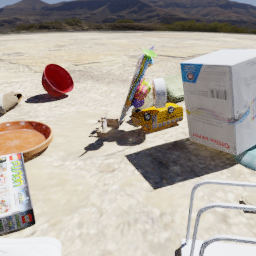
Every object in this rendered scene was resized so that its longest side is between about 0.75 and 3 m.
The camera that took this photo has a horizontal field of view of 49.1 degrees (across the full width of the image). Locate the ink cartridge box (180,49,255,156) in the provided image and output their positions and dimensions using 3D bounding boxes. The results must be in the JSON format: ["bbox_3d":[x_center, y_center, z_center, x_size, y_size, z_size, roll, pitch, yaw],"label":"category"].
[{"bbox_3d":[3.363,-0.975,9.426,2.102,2.906,2.139,-22,24,-26],"label":"ink cartridge box"}]

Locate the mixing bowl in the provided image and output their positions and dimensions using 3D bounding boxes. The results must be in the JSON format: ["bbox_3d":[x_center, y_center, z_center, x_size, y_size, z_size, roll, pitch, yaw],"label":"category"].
[{"bbox_3d":[-3.940,-2.439,15.056,0.996,1.839,1.839,-31,6,34],"label":"mixing bowl"}]

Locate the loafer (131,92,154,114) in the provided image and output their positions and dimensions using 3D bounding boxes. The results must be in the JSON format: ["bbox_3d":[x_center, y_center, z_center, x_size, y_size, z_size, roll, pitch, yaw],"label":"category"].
[{"bbox_3d":[0.988,-1.125,12.624,0.899,1.014,2.667,16,29,21],"label":"loafer"}]

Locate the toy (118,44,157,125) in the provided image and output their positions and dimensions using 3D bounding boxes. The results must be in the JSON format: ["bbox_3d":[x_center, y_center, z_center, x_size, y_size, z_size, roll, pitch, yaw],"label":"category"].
[{"bbox_3d":[0.513,-1.529,10.648,0.692,2.930,1.687,24,39,12],"label":"toy"}]

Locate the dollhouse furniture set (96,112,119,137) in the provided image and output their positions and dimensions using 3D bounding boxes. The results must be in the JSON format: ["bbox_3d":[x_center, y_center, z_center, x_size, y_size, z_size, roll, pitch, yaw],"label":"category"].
[{"bbox_3d":[-0.792,-0.177,11.012,0.534,0.625,1.205,5,25,15],"label":"dollhouse furniture set"}]

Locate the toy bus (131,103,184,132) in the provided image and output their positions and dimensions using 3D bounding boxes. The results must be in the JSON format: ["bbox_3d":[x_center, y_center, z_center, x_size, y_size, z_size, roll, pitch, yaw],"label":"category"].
[{"bbox_3d":[1.200,-0.463,11.251,2.148,0.841,0.699,-18,26,-27],"label":"toy bus"}]

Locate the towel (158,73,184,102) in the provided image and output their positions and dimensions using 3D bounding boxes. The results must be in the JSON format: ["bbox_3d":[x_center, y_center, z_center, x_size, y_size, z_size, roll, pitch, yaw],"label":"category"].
[{"bbox_3d":[2.729,-2.213,14.863,2.338,0.427,1.735,-16,58,-34],"label":"towel"}]

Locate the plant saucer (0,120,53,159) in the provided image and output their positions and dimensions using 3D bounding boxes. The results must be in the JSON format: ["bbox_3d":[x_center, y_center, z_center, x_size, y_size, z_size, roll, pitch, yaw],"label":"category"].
[{"bbox_3d":[-4.057,0.453,9.837,2.809,0.453,2.809,0,25,0],"label":"plant saucer"}]

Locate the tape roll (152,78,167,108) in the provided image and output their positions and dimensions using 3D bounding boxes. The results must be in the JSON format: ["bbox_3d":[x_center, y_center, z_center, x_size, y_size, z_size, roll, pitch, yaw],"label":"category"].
[{"bbox_3d":[1.154,-1.296,10.466,0.383,1.096,1.096,-6,25,-2],"label":"tape roll"}]

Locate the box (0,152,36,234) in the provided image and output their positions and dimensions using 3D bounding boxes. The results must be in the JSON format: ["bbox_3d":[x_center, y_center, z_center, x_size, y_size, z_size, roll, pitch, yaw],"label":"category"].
[{"bbox_3d":[-3.371,1.602,7.237,1.546,0.488,2.809,-10,26,-21],"label":"box"}]

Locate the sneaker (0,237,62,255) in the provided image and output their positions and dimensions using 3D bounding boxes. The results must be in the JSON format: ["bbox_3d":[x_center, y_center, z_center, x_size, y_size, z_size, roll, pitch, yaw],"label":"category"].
[{"bbox_3d":[-2.245,2.565,4.774,2.153,0.793,1.244,-4,22,-11],"label":"sneaker"}]

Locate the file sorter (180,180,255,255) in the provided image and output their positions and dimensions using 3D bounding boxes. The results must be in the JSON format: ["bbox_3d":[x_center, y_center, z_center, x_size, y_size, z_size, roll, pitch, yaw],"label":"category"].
[{"bbox_3d":[1.912,2.314,4.081,2.047,1.836,2.949,4,24,7],"label":"file sorter"}]

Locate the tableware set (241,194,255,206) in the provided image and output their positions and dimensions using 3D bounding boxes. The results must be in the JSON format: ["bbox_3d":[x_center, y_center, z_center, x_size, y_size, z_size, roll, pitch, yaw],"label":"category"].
[{"bbox_3d":[3.621,1.956,6.875,1.439,0.167,1.202,-7,26,-15],"label":"tableware set"}]

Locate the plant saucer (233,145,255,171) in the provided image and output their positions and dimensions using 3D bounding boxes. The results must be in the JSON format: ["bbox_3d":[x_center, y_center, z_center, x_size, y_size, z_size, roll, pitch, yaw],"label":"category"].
[{"bbox_3d":[4.348,0.854,9.092,1.768,0.340,1.768,1,25,0],"label":"plant saucer"}]

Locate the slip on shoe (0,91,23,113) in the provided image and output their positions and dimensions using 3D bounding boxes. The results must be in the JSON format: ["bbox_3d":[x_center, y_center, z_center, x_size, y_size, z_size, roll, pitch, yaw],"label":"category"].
[{"bbox_3d":[-5.558,-1.284,13.293,0.657,0.825,2.170,-5,17,-6],"label":"slip on shoe"}]
